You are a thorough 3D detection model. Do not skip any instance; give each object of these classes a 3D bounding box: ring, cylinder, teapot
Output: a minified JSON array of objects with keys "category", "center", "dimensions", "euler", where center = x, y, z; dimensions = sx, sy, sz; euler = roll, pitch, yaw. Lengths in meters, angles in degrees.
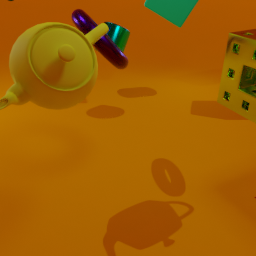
[{"category":"ring","center":[-0.514,-1.672,5.334],"dimensions":[0.281,1.403,1.403],"euler":[-42,28,11]},{"category":"cylinder","center":[-0.576,-3.245,10.460],"dimensions":[1.062,1.062,1.062],"euler":[20,7,-3]},{"category":"teapot","center":[-1.050,-0.887,4.023],"dimensions":[2.079,1.293,1.018],"euler":[-45,15,-22]}]

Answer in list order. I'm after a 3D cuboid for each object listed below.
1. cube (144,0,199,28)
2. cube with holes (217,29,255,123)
[{"category":"cube","center":[1.403,-4.054,8.351],"dimensions":[1.291,1.291,1.291],"euler":[28,38,-10]},{"category":"cube with holes","center":[2.395,-0.850,4.478],"dimensions":[1.210,1.210,1.210],"euler":[-15,34,-23]}]
